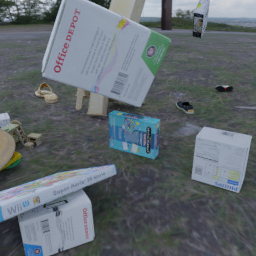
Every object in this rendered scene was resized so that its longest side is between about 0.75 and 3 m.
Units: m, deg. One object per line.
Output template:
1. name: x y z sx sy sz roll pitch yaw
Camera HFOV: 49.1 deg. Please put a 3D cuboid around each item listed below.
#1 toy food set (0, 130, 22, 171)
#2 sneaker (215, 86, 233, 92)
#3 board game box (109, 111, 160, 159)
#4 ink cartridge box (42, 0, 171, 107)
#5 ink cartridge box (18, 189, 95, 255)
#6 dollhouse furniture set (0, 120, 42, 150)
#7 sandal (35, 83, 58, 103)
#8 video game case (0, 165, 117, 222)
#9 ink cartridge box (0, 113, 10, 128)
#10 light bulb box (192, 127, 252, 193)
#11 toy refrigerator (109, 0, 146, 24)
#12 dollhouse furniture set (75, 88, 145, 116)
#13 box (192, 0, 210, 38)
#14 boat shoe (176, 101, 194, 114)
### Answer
1. toy food set: -4.402 0.842 7.597 2.633 0.647 2.660 22 39 31
2. sneaker: 5.024 -2.064 14.762 0.933 0.328 0.436 0 7 4
3. board game box: 0.172 0.193 8.593 1.570 1.186 0.369 13 27 25
4. ink cartridge box: -0.624 -1.973 7.307 2.757 2.004 1.207 15 24 -24
5. ink cartridge box: -1.345 1.812 5.296 1.275 0.931 0.538 -11 23 -24
6. dollhouse furniture set: -3.569 0.358 8.779 1.154 0.726 1.305 7 25 16
7. sandal: -3.989 -1.854 13.704 0.799 0.717 2.180 -15 28 -30
8. video game case: -1.867 1.266 5.638 2.043 0.254 2.854 -13 -1 36
9. ink cartridge box: -4.919 -0.213 10.448 0.940 0.396 0.687 -13 27 -27
10. light bulb box: 2.383 0.777 7.190 1.252 1.263 0.788 13 26 27
11. toy refrigerator: -0.289 -3.352 9.544 0.901 2.576 0.978 21 11 15
12. dollhouse furniture set: -0.751 -0.979 12.282 2.100 1.202 2.463 5 -4 30
13. box: 2.823 -4.230 10.863 0.391 1.301 0.759 19 73 16
14. boat shoe: 2.487 -0.982 12.183 0.468 0.390 1.254 -8 24 -13
